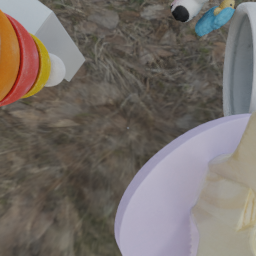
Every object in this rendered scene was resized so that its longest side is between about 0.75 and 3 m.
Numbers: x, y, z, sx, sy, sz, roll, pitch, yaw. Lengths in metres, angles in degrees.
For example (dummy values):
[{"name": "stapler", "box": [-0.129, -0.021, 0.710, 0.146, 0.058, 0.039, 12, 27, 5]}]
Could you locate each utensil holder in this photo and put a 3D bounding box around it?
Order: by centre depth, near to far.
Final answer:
[{"name": "utensil holder", "box": [3.196, -0.853, 4.576, 2.806, 2.385, 2.385, 0, 55, 10]}]

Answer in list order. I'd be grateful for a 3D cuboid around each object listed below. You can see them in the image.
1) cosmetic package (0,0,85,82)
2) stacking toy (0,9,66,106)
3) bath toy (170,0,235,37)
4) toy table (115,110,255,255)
[{"name": "cosmetic package", "box": [-1.988, -1.900, 5.006, 2.114, 2.804, 0.724, 39, 91, -1]}, {"name": "stacking toy", "box": [-1.224, -0.660, 2.944, 1.230, 1.684, 1.230, 1, 92, 26]}, {"name": "bath toy", "box": [0.761, -2.484, 4.674, 2.197, 0.955, 0.812, 34, 27, -13]}, {"name": "toy table", "box": [1.246, 0.840, 2.654, 2.554, 1.496, 2.348, -37, 105, -10]}]
